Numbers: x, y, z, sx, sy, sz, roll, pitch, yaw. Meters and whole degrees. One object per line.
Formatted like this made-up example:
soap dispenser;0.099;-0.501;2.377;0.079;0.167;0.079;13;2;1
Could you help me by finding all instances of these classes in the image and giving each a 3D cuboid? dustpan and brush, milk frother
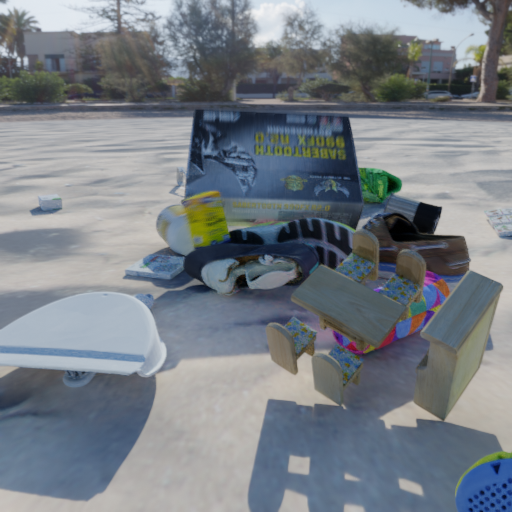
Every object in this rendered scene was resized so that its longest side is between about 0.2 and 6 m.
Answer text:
dustpan and brush;-1.940;0.929;7.313;2.102;0.862;3.012;2;25;10
milk frother;3.103;-0.659;11.476;1.073;1.029;1.141;19;16;22

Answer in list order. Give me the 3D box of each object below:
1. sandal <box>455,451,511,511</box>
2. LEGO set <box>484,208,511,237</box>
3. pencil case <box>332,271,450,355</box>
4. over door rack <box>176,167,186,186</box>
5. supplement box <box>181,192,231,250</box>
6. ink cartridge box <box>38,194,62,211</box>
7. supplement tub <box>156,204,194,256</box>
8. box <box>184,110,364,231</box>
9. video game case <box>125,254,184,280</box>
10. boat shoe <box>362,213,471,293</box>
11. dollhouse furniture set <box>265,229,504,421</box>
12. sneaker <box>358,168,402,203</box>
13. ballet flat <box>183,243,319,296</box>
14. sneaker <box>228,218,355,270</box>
sandal;2.400;1.986;3.802;2.049;0.814;0.892;8;24;29
LEGO set;6.860;-0.759;13.144;2.566;0.630;1.917;-6;18;14
pencil case;1.839;0.736;7.660;1.876;0.829;0.829;-11;21;-35
over door rack;-0.934;-2.529;17.315;2.486;1.121;3.365;-6;19;-20
supplement box;-0.862;-0.604;9.641;0.496;0.905;0.493;1;21;46
ink cartridge box;-5.624;-1.463;15.280;0.516;0.299;0.713;-9;20;-27
supplement tub;-1.481;-0.515;11.356;0.857;0.857;1.187;-8;23;-24
box;0.313;-1.762;11.207;3.322;0.803;2.631;3;50;-2
video game case;-1.799;0.191;10.417;0.910;0.118;0.999;5;18;16
boat shoe;2.415;-0.216;10.073;3.010;1.089;1.087;15;23;38
dollhouse furniture set;1.355;0.597;6.050;2.061;1.369;1.806;28;57;31
sneaker;3.007;-2.029;15.731;2.988;1.107;1.249;-15;19;-39
ballet flat;-0.183;0.227;9.040;2.388;0.872;0.872;-4;16;18
sneaker;0.694;-0.235;10.143;2.762;1.080;1.247;4;13;20
